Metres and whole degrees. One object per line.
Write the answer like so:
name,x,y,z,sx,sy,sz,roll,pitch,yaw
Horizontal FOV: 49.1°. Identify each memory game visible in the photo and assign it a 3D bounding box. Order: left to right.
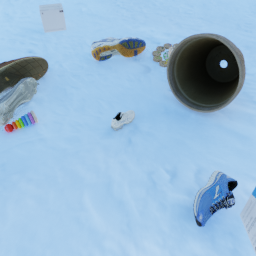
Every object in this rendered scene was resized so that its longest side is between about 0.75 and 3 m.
memory game,2.002,-3.032,11.723,2.037,0.130,2.037,0,45,0

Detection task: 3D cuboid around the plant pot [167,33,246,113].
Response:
plant pot,2.886,-1.975,9.380,2.460,2.460,2.135,30,36,27

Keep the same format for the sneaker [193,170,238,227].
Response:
sneaker,2.097,1.666,6.602,0.728,0.641,1.632,14,46,40

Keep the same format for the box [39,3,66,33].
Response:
box,-3.534,-5.186,13.182,1.067,1.073,0.701,-11,44,-11

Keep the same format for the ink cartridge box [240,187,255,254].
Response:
ink cartridge box,3.361,2.357,4.974,1.242,2.153,2.967,-4,46,-4

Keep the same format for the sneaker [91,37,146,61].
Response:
sneaker,-0.427,-3.494,11.663,2.308,0.869,1.017,-9,46,-9

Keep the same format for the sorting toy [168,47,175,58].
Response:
sorting toy,2.273,-2.526,10.796,1.136,0.674,1.262,-12,57,-15

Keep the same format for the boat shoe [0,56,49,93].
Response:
boat shoe,-4.296,-1.993,10.072,2.840,1.022,0.959,-29,49,-26

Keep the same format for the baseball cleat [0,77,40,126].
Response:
baseball cleat,-3.972,-0.979,9.243,1.229,0.805,2.309,5,40,17

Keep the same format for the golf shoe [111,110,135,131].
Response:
golf shoe,-0.129,-0.348,8.827,0.402,0.499,1.027,27,50,27

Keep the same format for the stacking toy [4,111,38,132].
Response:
stacking toy,-3.349,-0.163,8.728,1.008,0.430,0.430,-27,51,-19
